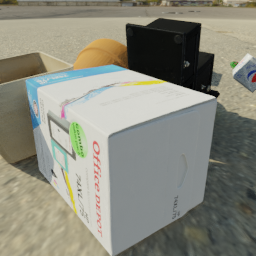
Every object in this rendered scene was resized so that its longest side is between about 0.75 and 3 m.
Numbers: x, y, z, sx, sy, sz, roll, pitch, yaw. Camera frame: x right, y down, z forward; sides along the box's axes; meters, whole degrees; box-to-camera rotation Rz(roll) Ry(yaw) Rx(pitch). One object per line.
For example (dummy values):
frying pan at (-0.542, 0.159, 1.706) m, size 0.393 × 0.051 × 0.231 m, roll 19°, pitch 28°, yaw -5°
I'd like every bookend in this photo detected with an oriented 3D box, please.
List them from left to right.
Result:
bookend at (1.389, -1.547, 7.273) m, size 1.369 × 2.954 × 2.973 m, roll 20°, pitch 43°, yaw 29°

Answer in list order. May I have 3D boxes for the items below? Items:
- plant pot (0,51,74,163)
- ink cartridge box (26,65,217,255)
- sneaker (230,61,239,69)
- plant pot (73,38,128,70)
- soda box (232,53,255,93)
plant pot at (-2.600, -0.504, 6.789) m, size 2.233 × 1.980 × 2.236 m, roll -23°, pitch 32°, yaw -29°
ink cartridge box at (-0.255, 0.240, 5.190) m, size 2.100 × 2.110 × 2.876 m, roll -18°, pitch 30°, yaw -33°
sneaker at (3.341, -1.705, 8.463) m, size 0.300 × 0.328 × 0.783 m, roll -25°, pitch 65°, yaw -11°
plant pot at (-0.816, -1.002, 7.793) m, size 2.434 × 2.434 × 1.704 m, roll 18°, pitch 47°, yaw 32°
soda box at (3.123, -1.451, 7.165) m, size 0.597 × 0.642 × 1.881 m, roll 40°, pitch 25°, yaw 5°
